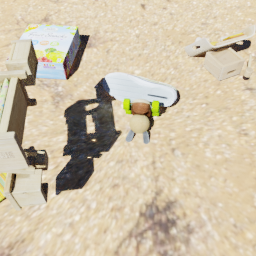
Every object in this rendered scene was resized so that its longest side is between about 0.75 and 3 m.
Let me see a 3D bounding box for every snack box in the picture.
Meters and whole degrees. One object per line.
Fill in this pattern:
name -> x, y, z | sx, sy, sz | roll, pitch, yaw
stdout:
snack box -> -3.159, -3.024, 10.881 | 2.104, 0.844, 2.495 | 4, 49, 4

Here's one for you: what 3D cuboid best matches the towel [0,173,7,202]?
towel -> -3.654, 1.793, 7.324 | 1.819, 0.164, 0.783 | -38, 54, -26

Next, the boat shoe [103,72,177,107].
boat shoe -> 0.416, -1.297, 9.553 | 2.591, 0.933, 0.804 | 17, 23, 14

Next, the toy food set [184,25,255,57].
toy food set -> 3.474, -3.392, 10.702 | 2.212, 1.587, 0.668 | -20, 97, -15

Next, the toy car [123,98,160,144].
toy car -> 0.376, -0.172, 8.660 | 1.087, 1.044, 1.324 | 5, 79, 9

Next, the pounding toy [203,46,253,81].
pounding toy -> 3.863, -2.238, 10.289 | 1.414, 0.736, 1.609 | -20, 53, -16

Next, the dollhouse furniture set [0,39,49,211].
dollhouse furniture set -> -2.670, -0.032, 6.012 | 1.540, 2.450, 2.770 | -5, 49, -5
